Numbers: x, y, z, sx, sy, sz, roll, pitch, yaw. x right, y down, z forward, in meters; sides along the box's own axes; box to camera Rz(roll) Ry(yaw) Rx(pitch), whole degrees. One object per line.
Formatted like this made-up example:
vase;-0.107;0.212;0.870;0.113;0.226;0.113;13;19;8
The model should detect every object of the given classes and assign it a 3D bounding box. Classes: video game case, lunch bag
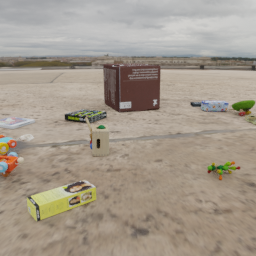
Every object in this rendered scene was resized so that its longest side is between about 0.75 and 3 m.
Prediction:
video game case;-4.507;-0.215;10.909;1.266;0.146;1.154;7;16;24
lunch bag;4.153;-1.088;13.552;1.286;0.486;1.031;3;14;9

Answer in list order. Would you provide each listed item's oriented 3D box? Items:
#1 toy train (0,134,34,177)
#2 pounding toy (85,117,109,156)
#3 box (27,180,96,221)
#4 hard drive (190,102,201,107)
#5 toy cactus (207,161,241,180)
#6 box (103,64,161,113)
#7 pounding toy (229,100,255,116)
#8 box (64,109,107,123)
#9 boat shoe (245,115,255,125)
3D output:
toy train;-3.056;0.701;6.880;1.422;0.526;1.893;1;18;-2
pounding toy;-0.865;0.223;7.778;0.640;0.900;0.829;-1;15;-8
box;-1.175;1.276;5.064;1.164;0.292;0.438;-13;19;-37
hard drive;3.836;-1.235;14.669;1.006;0.165;0.702;0;15;1
toy cactus;2.092;0.939;6.390;0.769;0.393;0.634;-8;-2;-19
box;0.123;-2.131;14.198;2.163;2.141;2.607;-6;16;-21
pounding toy;5.178;-0.797;12.584;0.992;0.596;1.285;-6;-12;4
box;-1.757;-0.514;11.734;1.270;0.313;1.316;10;17;26
boat shoe;5.011;-0.385;11.168;0.389;0.336;1.067;0;15;1
